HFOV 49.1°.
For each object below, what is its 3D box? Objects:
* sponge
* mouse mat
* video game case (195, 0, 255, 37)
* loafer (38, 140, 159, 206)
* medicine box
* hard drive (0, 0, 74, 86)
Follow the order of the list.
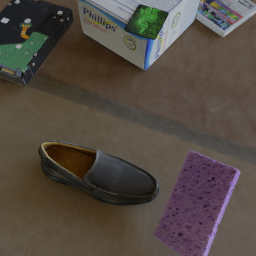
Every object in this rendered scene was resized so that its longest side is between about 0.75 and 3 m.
[{"bbox_3d":[1.358,1.539,5.624,1.095,0.293,1.964,20,84,40],"label":"sponge"},{"bbox_3d":[0.493,-2.771,7.271,0.876,0.041,1.089,21,64,11],"label":"mouse mat"},{"bbox_3d":[3.068,-4.146,9.547,1.870,0.236,2.052,-38,69,-18],"label":"video game case"},{"bbox_3d":[-0.693,1.001,6.304,2.884,1.042,1.050,12,62,6],"label":"loafer"},{"bbox_3d":[0.378,-3.659,8.570,2.584,1.460,2.837,36,68,17],"label":"medicine box"},{"bbox_3d":[-3.260,-2.813,8.637,2.061,0.558,2.950,20,63,10],"label":"hard drive"}]
